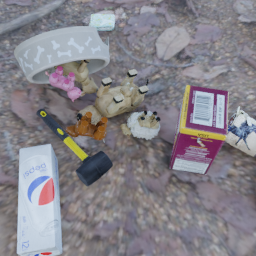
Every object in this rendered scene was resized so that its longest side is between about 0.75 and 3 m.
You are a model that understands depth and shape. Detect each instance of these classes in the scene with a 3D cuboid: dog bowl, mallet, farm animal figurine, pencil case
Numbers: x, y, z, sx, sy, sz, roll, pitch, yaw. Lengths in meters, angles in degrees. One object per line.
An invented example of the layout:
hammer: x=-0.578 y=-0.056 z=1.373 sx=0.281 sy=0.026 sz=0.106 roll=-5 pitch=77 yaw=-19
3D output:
dog bowl: x=-1.735 y=-1.939 z=7.881 sx=2.667 sy=2.667 sz=0.782 roll=-16 pitch=91 yaw=-10
mallet: x=-1.608 y=0.437 z=7.172 sx=2.632 sy=0.542 sz=0.867 roll=35 pitch=65 yaw=20
farm animal figurine: x=-0.774 y=-0.808 z=7.719 sx=2.838 sy=1.496 sz=2.869 roll=-6 pitch=64 yaw=-23
pencil case: x=3.611 y=0.394 z=7.148 sx=2.339 sy=1.046 sz=0.910 roll=29 pitch=61 yaw=17

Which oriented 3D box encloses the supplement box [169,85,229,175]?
supplement box: x=1.666 y=0.120 z=6.774 sx=1.005 sy=1.948 sz=1.275 roll=10 pitch=57 yaw=6

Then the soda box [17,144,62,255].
soda box: x=-2.024 y=1.634 z=6.462 sx=0.775 sy=0.834 sz=2.442 roll=-9 pitch=57 yaw=-6

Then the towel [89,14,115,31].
towel: x=-0.963 y=-3.973 z=10.478 sx=0.931 sy=0.224 sz=0.797 roll=1 pitch=58 yaw=1
